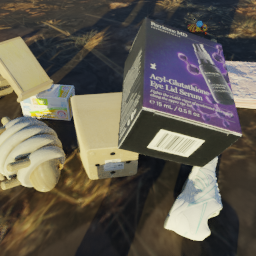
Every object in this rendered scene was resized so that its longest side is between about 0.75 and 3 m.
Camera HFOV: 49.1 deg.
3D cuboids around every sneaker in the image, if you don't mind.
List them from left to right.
[{"bbox_3d":[1.618,1.444,6.139,0.911,0.800,2.274,26,51,15],"label":"sneaker"}]

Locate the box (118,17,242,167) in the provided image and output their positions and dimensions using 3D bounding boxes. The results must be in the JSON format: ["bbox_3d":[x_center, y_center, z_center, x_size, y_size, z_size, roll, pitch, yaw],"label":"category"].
[{"bbox_3d":[0.990,-0.789,6.115,2.033,1.433,2.747,13,53,-14],"label":"box"}]

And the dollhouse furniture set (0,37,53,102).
[{"bbox_3d":[-3.624,-1.375,8.849,2.157,2.461,1.635,-36,93,-37],"label":"dollhouse furniture set"}]

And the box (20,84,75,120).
[{"bbox_3d":[-2.473,-0.835,8.794,1.524,0.857,0.772,4,39,5],"label":"box"}]

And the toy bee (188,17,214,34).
[{"bbox_3d":[3.766,-5.143,14.392,1.312,0.713,0.859,-8,8,43],"label":"toy bee"}]

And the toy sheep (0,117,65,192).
[{"bbox_3d":[-2.394,0.511,6.554,1.661,1.661,2.409,-27,63,-30],"label":"toy sheep"}]

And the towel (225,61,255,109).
[{"bbox_3d":[3.832,-1.719,10.226,2.765,0.467,2.895,6,40,7],"label":"towel"}]

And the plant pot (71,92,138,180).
[{"bbox_3d":[-0.445,0.278,6.861,1.701,1.703,1.508,-5,46,-7],"label":"plant pot"}]

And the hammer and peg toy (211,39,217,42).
[{"bbox_3d":[3.093,-3.378,12.183,1.262,0.605,1.716,22,44,28],"label":"hammer and peg toy"}]

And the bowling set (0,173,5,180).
[{"bbox_3d":[-3.302,0.880,6.986,0.842,0.452,0.586,13,41,15],"label":"bowling set"}]
